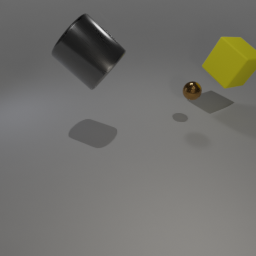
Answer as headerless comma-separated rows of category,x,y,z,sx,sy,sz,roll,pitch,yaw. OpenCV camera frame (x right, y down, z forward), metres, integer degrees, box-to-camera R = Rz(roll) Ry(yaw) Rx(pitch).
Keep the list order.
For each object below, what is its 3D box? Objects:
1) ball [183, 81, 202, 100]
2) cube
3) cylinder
ball,2.372,-1.372,10.356,0.700,0.700,0.700,0,33,0
cube,4.090,-2.564,10.944,1.400,1.400,1.400,-14,56,-38
cylinder,-1.015,-1.966,7.338,1.400,1.400,1.400,41,33,-12
